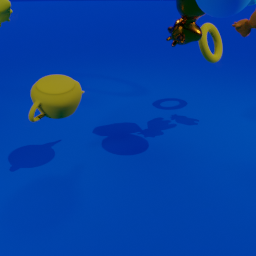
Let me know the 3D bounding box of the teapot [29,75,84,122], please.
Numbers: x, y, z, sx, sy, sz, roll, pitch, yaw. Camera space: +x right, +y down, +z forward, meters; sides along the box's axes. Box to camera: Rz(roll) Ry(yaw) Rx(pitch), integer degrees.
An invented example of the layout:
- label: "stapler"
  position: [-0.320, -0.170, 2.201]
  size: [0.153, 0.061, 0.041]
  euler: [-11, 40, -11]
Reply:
- label: "teapot"
  position: [-1.574, -0.680, 6.410]
  size: [1.114, 0.877, 1.791]
  euler: [24, 43, 21]

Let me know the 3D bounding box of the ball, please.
- label: "ball"
  position: [1.920, -2.827, 5.576]
  size: [1.180, 1.180, 1.180]
  euler: [0, 27, 0]

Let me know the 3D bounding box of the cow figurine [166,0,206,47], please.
- label: "cow figurine"
  position: [1.397, -2.846, 6.626]
  size: [1.625, 1.651, 0.906]
  euler: [-39, 42, 14]

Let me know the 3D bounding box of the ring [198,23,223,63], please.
- label: "ring"
  position: [2.713, -2.781, 9.178]
  size: [0.261, 1.305, 1.305]
  euler: [-7, 16, 45]

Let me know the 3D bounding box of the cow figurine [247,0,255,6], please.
- label: "cow figurine"
  position: [2.917, -3.422, 6.403]
  size: [0.723, 1.318, 1.297]
  euler: [20, 10, 39]

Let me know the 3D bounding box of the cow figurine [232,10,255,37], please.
- label: "cow figurine"
  position: [3.378, -2.908, 7.424]
  size: [1.024, 1.040, 0.571]
  euler: [23, 45, 19]

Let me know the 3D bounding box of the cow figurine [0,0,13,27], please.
- label: "cow figurine"
  position: [-3.424, -3.170, 6.689]
  size: [1.321, 1.300, 0.725]
  euler: [29, 59, 23]
